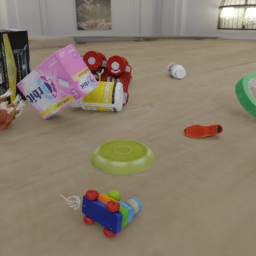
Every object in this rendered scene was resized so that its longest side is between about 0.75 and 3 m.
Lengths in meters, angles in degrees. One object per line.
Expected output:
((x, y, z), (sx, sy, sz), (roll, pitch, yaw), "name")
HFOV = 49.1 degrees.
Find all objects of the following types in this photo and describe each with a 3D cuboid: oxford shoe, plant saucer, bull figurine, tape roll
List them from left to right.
((-3.775, -0.609, 7.858), (1.387, 0.744, 2.284), (-44, -9, -9), "bull figurine")
((-0.125, 0.639, 6.974), (1.612, 0.250, 1.612), (0, 23, 0), "plant saucer")
((2.200, 0.119, 8.229), (1.106, 0.394, 0.401), (-1, -11, 13), "oxford shoe")
((4.488, -1.092, 9.627), (1.681, 0.404, 1.681), (12, 58, -20), "tape roll")

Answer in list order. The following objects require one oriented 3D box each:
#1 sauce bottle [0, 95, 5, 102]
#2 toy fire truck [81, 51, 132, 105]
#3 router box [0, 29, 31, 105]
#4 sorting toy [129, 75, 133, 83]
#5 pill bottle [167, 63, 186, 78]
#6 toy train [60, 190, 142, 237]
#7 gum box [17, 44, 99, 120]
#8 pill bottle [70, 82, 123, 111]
((-5.193, -0.479, 8.771), (0.935, 0.935, 2.890), (10, 26, 23), "sauce bottle")
((-0.943, -1.940, 10.804), (2.174, 1.826, 1.219), (11, 12, 3), "toy fire truck")
((-4.748, -2.263, 10.688), (0.725, 2.774, 2.181), (14, 25, 22), "router box")
((-0.385, -2.397, 14.165), (1.287, 0.528, 0.773), (0, 4, 33), "sorting toy")
((2.717, -3.172, 15.593), (0.730, 0.730, 1.320), (-4, 24, -10), "pill bottle")
((-0.473, 1.312, 5.014), (1.362, 0.576, 0.788), (17, 18, 36), "toy train")
((-2.301, -1.335, 8.839), (2.521, 1.431, 0.834), (-21, 18, 41), "gum box")
((-1.160, -1.180, 10.298), (1.858, 1.062, 1.062), (4, 23, 7), "pill bottle")
